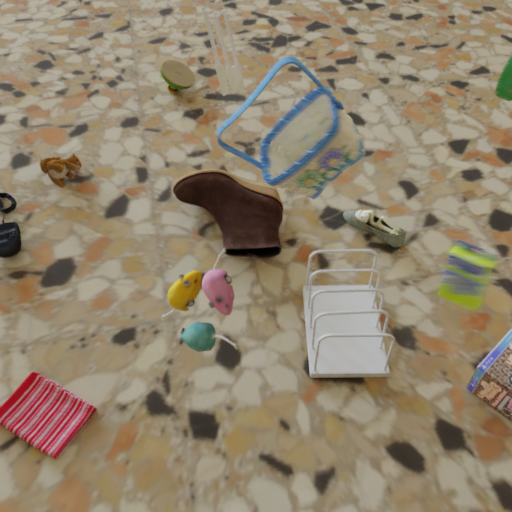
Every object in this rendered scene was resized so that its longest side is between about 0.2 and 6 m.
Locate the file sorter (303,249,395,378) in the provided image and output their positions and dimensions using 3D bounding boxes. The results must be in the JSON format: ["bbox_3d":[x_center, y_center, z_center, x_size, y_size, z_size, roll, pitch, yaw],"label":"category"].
[{"bbox_3d":[1.624,1.005,10.069,1.384,1.242,1.994,-1,48,0],"label":"file sorter"}]

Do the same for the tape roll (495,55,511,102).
[{"bbox_3d":[5.004,-3.523,10.710,0.264,1.098,1.098,36,57,26],"label":"tape roll"}]

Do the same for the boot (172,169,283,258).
[{"bbox_3d":[-0.645,-0.892,12.011,2.487,0.900,2.069,3,46,-1],"label":"boot"}]

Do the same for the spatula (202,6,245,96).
[{"bbox_3d":[-0.746,-4.785,13.166,0.159,1.982,1.378,-8,14,29],"label":"spatula"}]

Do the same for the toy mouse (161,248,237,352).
[{"bbox_3d":[-0.767,0.788,8.017,0.339,1.752,1.557,11,32,-45],"label":"toy mouse"}]

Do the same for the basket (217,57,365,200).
[{"bbox_3d":[0.650,-1.995,9.034,2.049,1.807,1.425,30,36,-27],"label":"basket"}]

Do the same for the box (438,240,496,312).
[{"bbox_3d":[3.439,0.333,9.169,0.663,1.087,0.259,26,46,29],"label":"box"}]

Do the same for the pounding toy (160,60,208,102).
[{"bbox_3d":[-2.208,-4.907,16.011,1.329,0.617,1.026,40,46,-2],"label":"pounding toy"}]

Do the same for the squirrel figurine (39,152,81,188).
[{"bbox_3d":[-4.670,-2.185,13.424,0.888,0.629,0.829,22,45,15],"label":"squirrel figurine"}]

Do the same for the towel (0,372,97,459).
[{"bbox_3d":[-3.527,2.613,9.329,1.430,0.161,1.034,23,52,19],"label":"towel"}]

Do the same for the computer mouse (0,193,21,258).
[{"bbox_3d":[-5.495,-0.668,12.253,0.676,0.392,2.306,-18,44,-11],"label":"computer mouse"}]

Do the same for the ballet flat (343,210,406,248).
[{"bbox_3d":[2.587,-0.731,12.149,1.526,0.486,0.514,34,51,27],"label":"ballet flat"}]

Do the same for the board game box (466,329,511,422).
[{"bbox_3d":[4.525,2.153,9.373,1.148,0.697,1.440,-36,58,-28],"label":"board game box"}]
